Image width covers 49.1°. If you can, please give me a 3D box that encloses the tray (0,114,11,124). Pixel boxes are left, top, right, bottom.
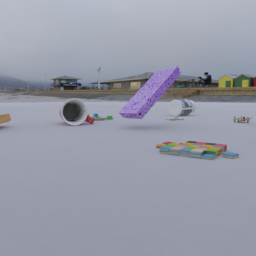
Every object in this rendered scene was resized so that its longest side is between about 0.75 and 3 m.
[{"bbox_3d":[-5.397,-0.224,10.939,0.945,0.355,1.917,-15,7,-1],"label":"tray"}]

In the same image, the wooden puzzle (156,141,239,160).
[{"bbox_3d":[1.542,0.485,6.610,2.079,0.146,1.233,4,8,32],"label":"wooden puzzle"}]

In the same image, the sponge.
[{"bbox_3d":[0.881,-1.422,11.293,2.652,0.395,1.479,-49,23,-17],"label":"sponge"}]

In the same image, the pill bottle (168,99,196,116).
[{"bbox_3d":[3.494,-1.304,17.850,1.021,1.021,1.805,7,10,45],"label":"pill bottle"}]

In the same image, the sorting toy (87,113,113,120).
[{"bbox_3d":[-1.938,-0.606,14.945,2.407,0.328,1.356,-2,7,-17],"label":"sorting toy"}]

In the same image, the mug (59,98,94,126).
[{"bbox_3d":[-2.487,-0.578,12.900,1.163,1.548,1.744,-40,15,-14],"label":"mug"}]

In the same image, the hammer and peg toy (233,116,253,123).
[{"bbox_3d":[5.514,-0.391,13.348,0.612,0.293,0.832,-1,7,-26],"label":"hammer and peg toy"}]

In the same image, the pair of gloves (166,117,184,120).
[{"bbox_3d":[2.479,-0.500,14.883,0.796,0.140,0.677,-6,9,-37],"label":"pair of gloves"}]
